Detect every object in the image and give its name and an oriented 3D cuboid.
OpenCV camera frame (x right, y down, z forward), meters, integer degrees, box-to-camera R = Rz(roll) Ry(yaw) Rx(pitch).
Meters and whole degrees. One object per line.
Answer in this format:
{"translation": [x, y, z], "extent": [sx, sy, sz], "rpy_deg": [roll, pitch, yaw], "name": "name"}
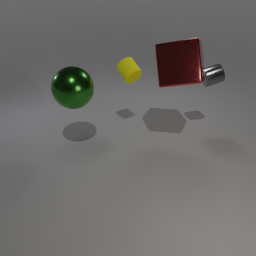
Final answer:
{"translation": [-1.823, -1.326, 9.254], "extent": [1.400, 1.400, 1.400], "rpy_deg": [0, 31, 0], "name": "ball"}
{"translation": [0.049, -2.159, 10.485], "extent": [0.700, 0.700, 0.700], "rpy_deg": [-20, 67, -30], "name": "cylinder"}
{"translation": [1.801, -2.181, 9.512], "extent": [1.400, 1.400, 1.400], "rpy_deg": [-4, 10, 19], "name": "cube"}
{"translation": [3.170, -1.972, 10.520], "extent": [0.700, 0.700, 0.700], "rpy_deg": [-19, 32, 1], "name": "cylinder"}
